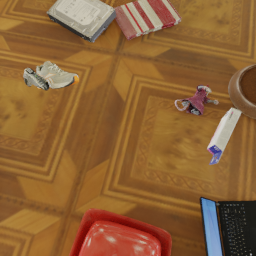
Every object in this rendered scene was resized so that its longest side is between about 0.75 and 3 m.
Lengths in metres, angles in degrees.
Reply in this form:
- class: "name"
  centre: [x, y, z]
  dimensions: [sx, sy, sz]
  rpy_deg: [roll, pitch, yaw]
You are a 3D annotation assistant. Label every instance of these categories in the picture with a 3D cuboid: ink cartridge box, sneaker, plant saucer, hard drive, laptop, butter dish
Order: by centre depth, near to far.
- class: "butter dish"
  centre: [-0.297, 3.390, 6.724]
  dimensions: [2.596, 1.924, 2.603]
  rpy_deg: [16, 67, 6]
- class: "laptop"
  centre: [2.899, 2.782, 7.474]
  dimensions: [2.029, 1.048, 1.798]
  rpy_deg: [-1, 67, 0]
- class: "ink cartridge box"
  centre: [2.619, 0.291, 7.985]
  dimensions: [0.329, 1.493, 1.521]
  rpy_deg: [27, 85, 11]
- class: "sneaker"
  centre: [-2.685, -1.304, 8.125]
  dimensions: [0.854, 0.493, 0.321]
  rpy_deg: [43, 39, -2]
- class: "sneaker"
  centre: [-2.190, -1.596, 8.311]
  dimensions: [1.731, 0.796, 0.655]
  rpy_deg: [4, 21, 35]
- class: "plant saucer"
  centre: [4.648, -1.343, 9.484]
  dimensions: [2.338, 0.403, 2.338]
  rpy_deg: [-4, 62, 7]
- class: "hard drive"
  centre: [-1.800, -4.413, 10.831]
  dimensions: [2.268, 0.429, 1.584]
  rpy_deg: [35, 78, 15]

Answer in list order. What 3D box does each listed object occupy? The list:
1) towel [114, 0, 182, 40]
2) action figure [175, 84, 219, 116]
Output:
- class: "towel"
  centre: [0.705, -4.442, 11.081]
  dimensions: [2.362, 0.269, 1.701]
  rpy_deg: [-21, 66, -11]
- class: "action figure"
  centre: [2.389, -0.976, 9.464]
  dimensions: [0.986, 0.887, 1.324]
  rpy_deg: [-3, 39, 48]
